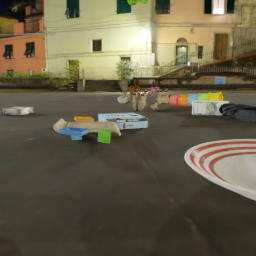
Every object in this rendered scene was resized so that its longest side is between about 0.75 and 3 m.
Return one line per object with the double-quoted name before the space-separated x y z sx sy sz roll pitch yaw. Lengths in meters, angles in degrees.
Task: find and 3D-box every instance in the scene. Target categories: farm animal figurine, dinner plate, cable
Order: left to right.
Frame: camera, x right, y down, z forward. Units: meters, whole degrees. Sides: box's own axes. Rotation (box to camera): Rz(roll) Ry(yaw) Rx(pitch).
"farm animal figurine" 0.812 -1.338 13.635 2.065 1.077 2.042 13 26 29
"cable" 4.336 -0.585 9.752 1.904 0.593 2.333 -6 10 -33
"dinner plate" 2.038 0.526 3.348 2.676 0.324 2.676 -1 8 0

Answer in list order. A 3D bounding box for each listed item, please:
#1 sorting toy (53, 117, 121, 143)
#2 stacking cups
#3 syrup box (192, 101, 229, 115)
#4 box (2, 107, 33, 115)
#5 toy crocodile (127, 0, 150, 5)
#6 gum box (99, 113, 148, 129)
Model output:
"sorting toy" -0.917 0.052 6.475 1.418 0.343 2.519 3 9 -6
"stacking cups" 3.673 -1.527 15.324 2.832 0.857 0.857 4 9 35
"syrup box" 3.341 -0.820 11.396 1.395 0.549 0.568 1 9 9
"box" -4.660 -0.741 11.856 0.847 0.258 1.069 1 9 9
"toy crocodile" -0.070 -2.811 5.636 1.238 0.382 0.418 32 -4 27
"gum box" -0.186 -0.221 8.290 1.162 0.305 1.367 -3 9 -16
